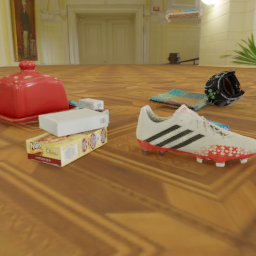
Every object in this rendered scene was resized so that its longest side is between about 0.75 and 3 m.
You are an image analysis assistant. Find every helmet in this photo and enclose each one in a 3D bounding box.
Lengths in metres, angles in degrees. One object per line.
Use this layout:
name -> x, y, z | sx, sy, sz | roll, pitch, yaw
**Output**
helmet -> 4.048, -1.655, 11.932 | 1.590, 1.590, 1.516 | -3, -4, -10

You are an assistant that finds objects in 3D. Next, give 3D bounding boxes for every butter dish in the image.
butter dish -> -3.537, -1.389, 10.048 | 2.703, 2.003, 2.710 | 15, 21, 41

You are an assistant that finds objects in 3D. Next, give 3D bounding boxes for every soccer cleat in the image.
soccer cleat -> 1.515, 0.086, 6.305 | 2.798, 1.192, 0.960 | 6, 17, 21

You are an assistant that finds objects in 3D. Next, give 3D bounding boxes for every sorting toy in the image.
sorting toy -> 1.869, -3.789, 9.361 | 1.176, 0.214, 1.088 | -4, 12, 14

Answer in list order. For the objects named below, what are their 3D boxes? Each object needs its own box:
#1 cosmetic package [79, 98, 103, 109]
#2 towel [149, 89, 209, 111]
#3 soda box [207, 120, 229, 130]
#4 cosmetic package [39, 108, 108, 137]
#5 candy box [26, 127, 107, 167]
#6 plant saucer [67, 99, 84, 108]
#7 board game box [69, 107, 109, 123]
cosmetic package -> -1.528, -0.976, 11.610 | 0.511, 0.359, 1.008 | -15, 21, -42
towel -> 2.473, -1.316, 12.544 | 2.129, 0.315, 2.903 | 14, 20, 27
soda box -> 2.411, -0.001, 8.195 | 0.356, 0.337, 1.049 | -9, 19, -29
cosmetic package -> -1.343, -0.174, 6.917 | 1.368, 0.353, 1.031 | -13, 22, -37
candy box -> -1.399, 0.326, 6.740 | 1.022, 0.490, 1.771 | 8, 18, 28
plant saucer -> -2.347, -0.973, 11.142 | 0.603, 0.164, 1.725 | 31, -10, -35
board game box -> -1.430, -0.251, 8.802 | 1.166, 0.508, 1.580 | 4, 17, 18
